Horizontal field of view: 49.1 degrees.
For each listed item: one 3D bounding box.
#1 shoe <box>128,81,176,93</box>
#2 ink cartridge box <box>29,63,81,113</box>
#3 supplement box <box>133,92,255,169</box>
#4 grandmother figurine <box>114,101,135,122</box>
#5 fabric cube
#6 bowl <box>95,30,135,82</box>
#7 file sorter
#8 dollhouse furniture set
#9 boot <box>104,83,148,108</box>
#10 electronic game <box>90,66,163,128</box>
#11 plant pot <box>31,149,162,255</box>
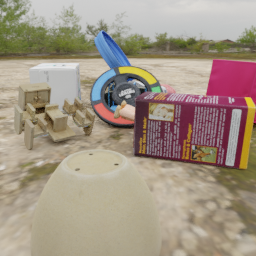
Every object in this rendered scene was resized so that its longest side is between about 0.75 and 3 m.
[{"bbox_3d":[1.131,-1.905,14.761,2.803,1.001,1.275,14,13,40],"label":"shoe"},{"bbox_3d":[-3.259,-1.927,13.017,1.933,1.942,2.647,-2,18,-5],"label":"ink cartridge box"},{"bbox_3d":[1.698,-0.033,7.528,2.927,1.615,1.253,6,18,17],"label":"supplement box"},{"bbox_3d":[0.710,-0.253,9.159,2.173,0.658,1.318,23,45,16],"label":"grandmother figurine"},{"bbox_3d":[4.423,-1.399,10.676,2.064,2.057,2.025,1,13,-33],"label":"fabric cube"},{"bbox_3d":[-0.567,-3.188,12.746,0.511,2.602,2.602,-34,10,17],"label":"bowl"},{"bbox_3d":[0.261,-1.244,11.917,2.155,1.322,1.495,1,17,5],"label":"file sorter"},{"bbox_3d":[-2.679,-0.190,9.256,2.109,1.599,2.407,-15,45,-39],"label":"dollhouse furniture set"},{"bbox_3d":[0.173,-1.720,13.697,2.798,1.010,2.113,-2,23,7],"label":"boot"},{"bbox_3d":[-0.066,-1.263,10.701,2.788,0.580,2.788,-1,62,1],"label":"electronic game"},{"bbox_3d":[-0.481,1.128,4.291,2.040,1.370,2.040,0,18,0],"label":"plant pot"}]
